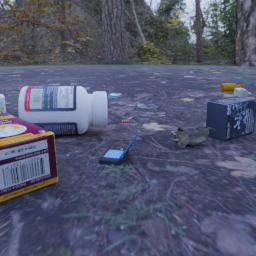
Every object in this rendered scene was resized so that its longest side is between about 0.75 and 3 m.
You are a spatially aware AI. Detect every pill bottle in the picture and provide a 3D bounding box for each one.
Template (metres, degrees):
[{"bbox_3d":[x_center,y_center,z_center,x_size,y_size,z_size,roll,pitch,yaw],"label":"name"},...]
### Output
[{"bbox_3d":[-2.242,-0.631,10.106,2.928,1.751,1.751,-1,16,-7],"label":"pill bottle"}]

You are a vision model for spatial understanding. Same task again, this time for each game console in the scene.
[{"bbox_3d":[-0.251,0.552,7.998,0.928,0.643,1.088,4,16,12],"label":"game console"}]

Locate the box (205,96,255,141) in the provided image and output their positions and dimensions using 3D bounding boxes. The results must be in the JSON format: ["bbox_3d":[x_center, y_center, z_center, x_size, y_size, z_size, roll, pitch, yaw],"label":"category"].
[{"bbox_3d":[3.709,-0.389,10.068,1.716,1.274,0.919,-11,19,-32],"label":"box"}]

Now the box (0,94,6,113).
[{"bbox_3d":[-6.297,-0.862,12.155,1.805,1.015,0.915,-8,18,-27],"label":"box"}]

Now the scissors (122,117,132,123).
[{"bbox_3d":[-0.028,-0.377,12.195,0.355,0.068,0.971,1,18,9],"label":"scissors"}]

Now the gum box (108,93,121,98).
[{"bbox_3d":[-0.850,-2.043,17.734,0.648,0.170,0.762,6,17,18],"label":"gum box"}]

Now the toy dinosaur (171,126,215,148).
[{"bbox_3d":[2.096,0.326,9.120,1.704,0.656,0.871,2,27,-15],"label":"toy dinosaur"}]

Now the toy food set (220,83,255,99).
[{"bbox_3d":[5.593,-1.408,13.715,1.128,1.197,2.507,-4,23,-12],"label":"toy food set"}]

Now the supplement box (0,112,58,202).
[{"bbox_3d":[-3.161,0.538,6.908,1.610,1.250,2.918,-14,22,-40],"label":"supplement box"}]
